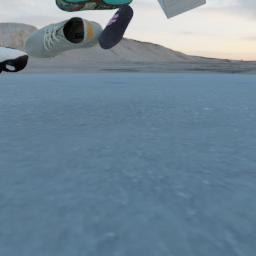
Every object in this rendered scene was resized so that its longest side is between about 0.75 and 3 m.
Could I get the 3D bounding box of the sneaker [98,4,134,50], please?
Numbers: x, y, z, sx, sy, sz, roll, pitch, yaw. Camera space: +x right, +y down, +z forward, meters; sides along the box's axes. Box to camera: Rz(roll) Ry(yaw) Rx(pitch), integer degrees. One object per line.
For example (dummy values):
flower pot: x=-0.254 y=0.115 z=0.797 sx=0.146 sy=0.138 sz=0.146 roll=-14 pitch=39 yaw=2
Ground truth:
sneaker: x=-0.422 y=-2.939 z=8.452 sx=0.600 sy=1.711 sz=0.702 roll=40 pitch=-24 yaw=-20

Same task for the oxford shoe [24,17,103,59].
oxford shoe: x=-2.176 y=-2.811 z=8.689 sx=2.962 sy=1.114 sz=0.855 roll=-1 pitch=4 yaw=26

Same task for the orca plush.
orca plush: x=-3.653 y=-1.636 z=7.093 sx=2.350 sy=0.835 sz=1.236 roll=6 pitch=20 yaw=-4

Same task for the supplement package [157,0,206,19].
supplement package: x=0.777 y=-2.693 z=4.713 sx=0.756 sy=1.293 sz=0.758 roll=-19 pitch=49 yaw=8

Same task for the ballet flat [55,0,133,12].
ballet flat: x=-1.033 y=-3.926 z=8.467 sx=2.503 sy=0.929 sz=0.929 roll=-12 pitch=18 yaw=-30
